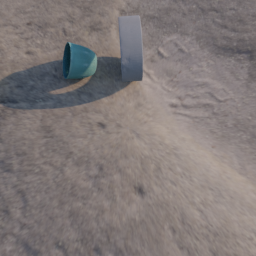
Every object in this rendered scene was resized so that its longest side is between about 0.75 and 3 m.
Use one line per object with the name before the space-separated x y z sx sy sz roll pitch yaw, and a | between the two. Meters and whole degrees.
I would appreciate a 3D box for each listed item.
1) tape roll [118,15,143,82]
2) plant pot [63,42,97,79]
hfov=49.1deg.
tape roll | 0.078 -2.526 9.024 0.674 2.039 2.039 -4 62 -1
plant pot | -1.598 -2.204 9.391 0.948 1.182 1.182 1 59 -26
